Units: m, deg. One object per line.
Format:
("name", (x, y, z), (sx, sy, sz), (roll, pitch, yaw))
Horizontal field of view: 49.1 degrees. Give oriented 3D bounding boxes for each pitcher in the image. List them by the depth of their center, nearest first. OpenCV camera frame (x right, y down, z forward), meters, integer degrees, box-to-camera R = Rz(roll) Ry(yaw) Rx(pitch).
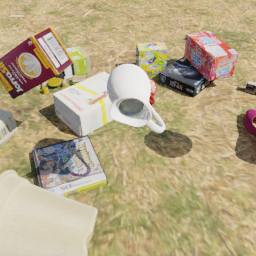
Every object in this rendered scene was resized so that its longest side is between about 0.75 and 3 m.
("pitcher", (0.194, -0.662, 6.441), (1.444, 1.020, 1.683), (33, 28, -27))

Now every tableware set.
("tableware set", (-2.705, -1.744, 12.041), (1.928, 0.296, 1.299), (-6, 45, -8))

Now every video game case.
("video game case", (-1.861, 1.185, 8.729), (1.916, 0.270, 2.120), (-15, 44, -16))

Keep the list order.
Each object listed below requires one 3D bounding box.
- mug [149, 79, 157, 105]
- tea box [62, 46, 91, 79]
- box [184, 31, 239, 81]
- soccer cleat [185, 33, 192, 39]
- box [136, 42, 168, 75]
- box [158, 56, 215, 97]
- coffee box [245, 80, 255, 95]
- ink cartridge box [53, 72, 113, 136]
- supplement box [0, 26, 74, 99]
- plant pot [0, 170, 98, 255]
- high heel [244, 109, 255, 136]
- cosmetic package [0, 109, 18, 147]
("mug", (0.711, -1.504, 11.005), (1.059, 0.796, 1.193), (37, 17, 14))
("tea box", (-2.573, -3.074, 13.048), (1.267, 0.860, 1.288), (-21, 45, -23))
("box", (3.515, -3.169, 12.160), (1.189, 1.138, 2.384), (-12, 43, -13))
("soccer cleat", (3.634, -5.191, 15.816), (0.840, 0.340, 0.284), (-13, 43, -14))
("box", (1.061, -3.177, 12.872), (1.302, 1.254, 0.794), (-4, 42, -6))
("box", (2.815, -2.427, 12.591), (1.889, 0.513, 2.357), (31, 50, 30))
("coffee box", (5.382, -1.671, 11.810), (0.758, 0.428, 0.303), (24, 47, 24))
("ink cartridge box", (-1.287, -0.981, 10.575), (2.464, 1.028, 1.788), (-31, 50, -30))
("supplement box", (-2.720, -1.781, 7.871), (2.074, 1.144, 0.888), (-19, 24, 33))
("plant pot", (-1.900, 2.345, 6.179), (2.196, 2.399, 2.399), (13, 42, -2))
("high heel", (4.745, -0.082, 9.360), (0.922, 1.314, 2.734), (-4, 42, -5))
("cosmetic package", (-5.325, -0.169, 9.783), (2.462, 0.875, 1.295), (16, 44, 17))
